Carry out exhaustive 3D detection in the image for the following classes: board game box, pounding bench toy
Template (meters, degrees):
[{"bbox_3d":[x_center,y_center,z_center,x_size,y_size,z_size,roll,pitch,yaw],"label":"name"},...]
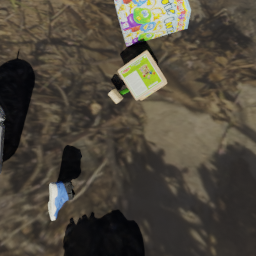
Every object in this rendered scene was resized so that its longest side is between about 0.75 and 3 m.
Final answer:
[{"bbox_3d":[0.833,-3.879,9.616,2.282,1.197,1.175,-16,79,3],"label":"board game box"},{"bbox_3d":[0.233,-1.358,8.496,1.633,1.274,1.014,-33,89,10],"label":"pounding bench toy"}]

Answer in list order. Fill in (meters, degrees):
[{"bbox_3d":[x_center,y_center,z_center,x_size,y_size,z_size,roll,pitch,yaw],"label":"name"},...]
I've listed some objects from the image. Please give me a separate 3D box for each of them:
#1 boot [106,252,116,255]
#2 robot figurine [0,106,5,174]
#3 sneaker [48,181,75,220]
[{"bbox_3d":[-0.621,3.531,5.510,1.515,0.684,1.848,-21,48,-19],"label":"boot"},{"bbox_3d":[-3.922,0.314,6.924,1.555,2.336,2.754,4,89,-1],"label":"robot figurine"},{"bbox_3d":[-1.615,1.787,6.924,0.631,1.134,0.435,-4,28,-27],"label":"sneaker"}]
